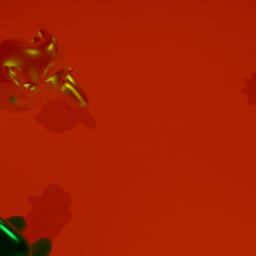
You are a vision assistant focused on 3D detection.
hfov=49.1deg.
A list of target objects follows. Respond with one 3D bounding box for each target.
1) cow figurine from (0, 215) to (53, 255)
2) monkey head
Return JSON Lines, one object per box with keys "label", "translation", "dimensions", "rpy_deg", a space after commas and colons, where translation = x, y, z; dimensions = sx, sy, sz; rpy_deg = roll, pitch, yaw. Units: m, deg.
{"label": "cow figurine", "translation": [-1.595, 1.672, 3.144], "dimensions": [0.943, 1.690, 1.717], "rpy_deg": [36, 102, 8]}
{"label": "monkey head", "translation": [-1.314, -0.592, 3.918], "dimensions": [1.182, 1.961, 1.411], "rpy_deg": [-46, 111, -23]}
